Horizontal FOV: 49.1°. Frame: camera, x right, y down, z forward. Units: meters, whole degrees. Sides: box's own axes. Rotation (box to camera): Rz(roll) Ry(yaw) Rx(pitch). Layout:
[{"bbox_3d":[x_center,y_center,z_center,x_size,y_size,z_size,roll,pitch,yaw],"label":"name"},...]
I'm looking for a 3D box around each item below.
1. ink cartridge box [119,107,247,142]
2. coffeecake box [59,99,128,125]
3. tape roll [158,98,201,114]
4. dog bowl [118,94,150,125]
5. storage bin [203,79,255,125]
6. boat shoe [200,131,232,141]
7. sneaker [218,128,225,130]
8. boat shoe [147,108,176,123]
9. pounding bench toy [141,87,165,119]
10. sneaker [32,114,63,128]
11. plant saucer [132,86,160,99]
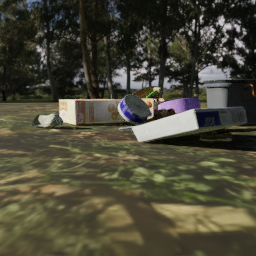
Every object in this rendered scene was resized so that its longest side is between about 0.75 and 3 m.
[{"bbox_3d":[1.419,-0.041,7.320,2.427,0.494,2.432,-6,-5,-43],"label":"ink cartridge box"},{"bbox_3d":[-1.356,-0.750,12.175,2.722,0.995,2.089,-4,8,-30],"label":"coffeecake box"},{"bbox_3d":[2.392,-0.877,13.002,1.911,0.627,1.911,-8,-5,-1],"label":"tape roll"},{"bbox_3d":[0.255,-0.725,11.025,1.238,1.238,0.488,-6,-34,-44],"label":"dog bowl"},{"bbox_3d":[4.483,-1.034,11.256,2.643,1.775,1.924,-3,7,-21],"label":"storage bin"},{"bbox_3d":[2.242,0.200,7.163,0.847,0.252,0.304,-1,7,-7],"label":"boat shoe"},{"bbox_3d":[2.652,-0.299,9.422,1.923,0.728,0.741,-2,11,-32],"label":"sneaker"},{"bbox_3d":[1.352,-0.477,11.201,0.633,0.618,1.673,5,13,40],"label":"boat shoe"},{"bbox_3d":[1.179,-1.324,14.503,1.000,1.610,1.256,6,8,40],"label":"pounding bench toy"},{"bbox_3d":[-2.936,-0.207,10.105,1.480,0.532,0.536,-2,-29,38],"label":"sneaker"},{"bbox_3d":[0.802,-1.402,15.838,2.532,0.448,2.532,-25,-20,-9],"label":"plant saucer"}]
